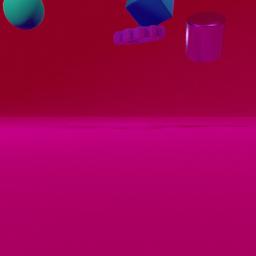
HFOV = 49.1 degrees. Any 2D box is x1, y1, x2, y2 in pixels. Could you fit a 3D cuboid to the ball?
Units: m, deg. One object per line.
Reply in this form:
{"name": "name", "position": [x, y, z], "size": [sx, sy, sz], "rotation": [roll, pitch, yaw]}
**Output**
{"name": "ball", "position": [-2.533, -2.892, 6.841], "size": [0.937, 0.937, 0.937], "rotation": [0, 2, 0]}

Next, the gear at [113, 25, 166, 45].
{"name": "gear", "position": [0.305, -2.447, 7.445], "size": [1.347, 0.249, 1.347], "rotation": [-7, 10, 1]}

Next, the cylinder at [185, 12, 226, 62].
{"name": "cylinder", "position": [2.283, -2.705, 8.342], "size": [1.110, 1.110, 1.110], "rotation": [-5, 41, 4]}

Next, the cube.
{"name": "cube", "position": [0.628, -3.495, 7.820], "size": [0.944, 0.944, 0.944], "rotation": [-18, -43, 35]}
